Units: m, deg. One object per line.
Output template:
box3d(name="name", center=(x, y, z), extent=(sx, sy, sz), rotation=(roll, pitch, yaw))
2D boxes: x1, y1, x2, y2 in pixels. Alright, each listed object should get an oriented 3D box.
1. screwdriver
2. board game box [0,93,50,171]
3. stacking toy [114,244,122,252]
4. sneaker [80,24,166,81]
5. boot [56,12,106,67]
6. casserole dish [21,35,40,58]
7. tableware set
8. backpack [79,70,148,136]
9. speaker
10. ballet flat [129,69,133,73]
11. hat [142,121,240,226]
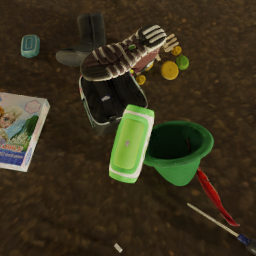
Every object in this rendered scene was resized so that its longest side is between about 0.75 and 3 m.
box3d(name="screwdriver", center=(2.951, 2.943, 8.006), extent=(2.795, 0.407, 0.390), rotation=(33, 65, 13))
box3d(name="board game box", center=(-4.352, 0.009, 9.587), extent=(2.614, 0.538, 2.608), rotation=(8, 61, 4))
box3d(name="stacking toy", center=(-0.259, 3.941, 7.570), extent=(0.972, 0.303, 1.289), rotation=(-41, 70, -18))
box3d(name="sneaker", center=(-0.082, -2.060, 9.142), extent=(2.891, 1.670, 1.094), rotation=(-27, 74, -6))
box3d(name="boot", center=(-1.901, -3.738, 11.487), extent=(2.030, 0.809, 2.463), rotation=(0, 65, -13))
box3d(name="casserole dish", center=(-4.099, -3.476, 11.710), extent=(0.750, 0.240, 1.238), rotation=(-5, 60, -3))
box3d(name="tableware set", center=(1.231, -2.499, 10.922), extent=(2.329, 0.357, 1.569), rotation=(-34, 97, -14))
box3d(name="backpack", center=(-0.578, -1.014, 9.474), extent=(2.005, 1.700, 2.259), rotation=(-21, 72, -13))
box3d(name="speaker", center=(0.092, 0.399, 7.285), extent=(0.844, 0.844, 1.908), rotation=(15, 92, 8))
box3d(name="ballet flat", center=(0.092, -2.471, 10.941), extent=(1.771, 0.594, 0.592), rotation=(-35, 67, -17))
box3d(name="hat", center=(1.656, 1.513, 8.937), extent=(2.395, 2.545, 2.891), rotation=(-16, 27, -1))
